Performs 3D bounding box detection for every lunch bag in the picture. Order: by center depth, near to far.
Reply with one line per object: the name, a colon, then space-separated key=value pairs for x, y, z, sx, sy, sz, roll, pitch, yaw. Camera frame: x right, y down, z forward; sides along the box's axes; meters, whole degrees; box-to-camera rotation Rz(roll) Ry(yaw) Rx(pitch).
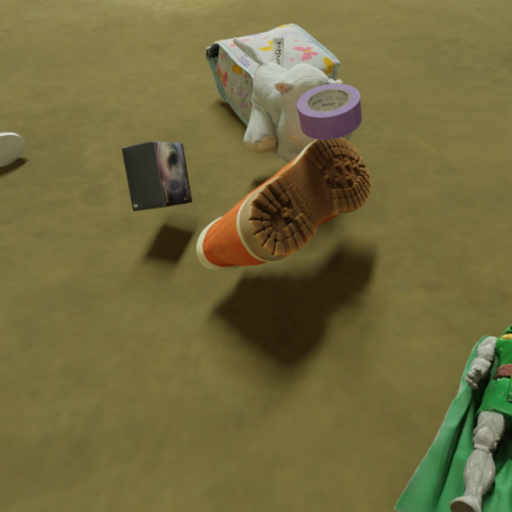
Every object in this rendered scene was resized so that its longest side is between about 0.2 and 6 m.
lunch bag: x=0.316 y=-4.382 z=13.358 sx=2.270 sy=1.702 sz=2.677 roll=-21 pitch=54 yaw=-21

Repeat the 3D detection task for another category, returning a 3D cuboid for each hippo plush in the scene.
hippo plush: x=0.893 y=-2.894 z=10.354 sx=1.929 sy=2.422 sz=1.947 roll=-11 pitch=16 yaw=-24

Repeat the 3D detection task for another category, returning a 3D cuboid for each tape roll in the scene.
tape roll: x=1.015 y=-1.997 z=7.738 sx=0.863 sy=0.367 sz=0.863 roll=-8 pitch=43 yaw=8

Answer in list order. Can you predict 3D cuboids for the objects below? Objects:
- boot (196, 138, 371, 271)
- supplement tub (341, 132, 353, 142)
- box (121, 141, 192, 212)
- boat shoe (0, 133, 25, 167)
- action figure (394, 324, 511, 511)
boot: x=0.462 y=-0.794 z=8.607 sx=3.249 sy=1.219 sz=1.742 roll=-34 pitch=6 yaw=-41
supplement tub: x=1.524 y=-2.964 z=12.261 sx=0.873 sy=0.873 sz=1.201 roll=-11 pitch=41 yaw=-13
box: x=-1.639 y=-1.337 z=9.435 sx=0.659 sy=1.069 sz=1.060 roll=-7 pitch=7 yaw=21
boat shoe: x=-5.724 y=-2.039 z=11.373 sx=1.945 sy=0.698 sz=0.659 roll=-35 pitch=52 yaw=-25
action figure: x=3.076 y=1.808 z=6.660 sx=2.011 sy=0.931 sz=3.404 roll=14 pitch=39 yaw=21
